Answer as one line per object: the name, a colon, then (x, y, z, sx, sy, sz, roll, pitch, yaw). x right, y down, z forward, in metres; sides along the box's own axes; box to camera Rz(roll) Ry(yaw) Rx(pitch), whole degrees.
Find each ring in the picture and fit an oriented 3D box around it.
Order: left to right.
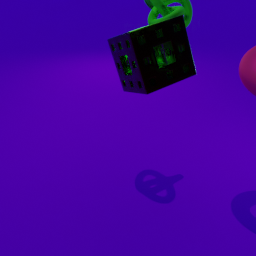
ring: (3.167, -1.130, 5.521, 1.846, 0.369, 1.846, -6, 50, 7)

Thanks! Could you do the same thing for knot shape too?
knot shape: (0.813, -2.721, 6.355, 1.183, 0.584, 1.264, 40, 48, 16)

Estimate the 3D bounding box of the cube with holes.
cube with holes: (0.299, -0.946, 3.702, 0.752, 0.752, 0.752, -24, 18, -18)
